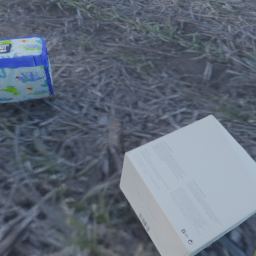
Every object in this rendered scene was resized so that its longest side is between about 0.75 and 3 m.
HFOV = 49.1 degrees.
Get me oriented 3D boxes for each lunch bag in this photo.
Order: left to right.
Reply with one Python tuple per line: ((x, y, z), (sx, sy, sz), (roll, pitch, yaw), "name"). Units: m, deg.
((-3.225, -1.549, 7.578), (2.237, 1.677, 2.631), (-10, 8, -12), "lunch bag")

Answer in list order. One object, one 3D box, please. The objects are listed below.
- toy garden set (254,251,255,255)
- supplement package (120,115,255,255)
((0.774, 3.087, 3.500), (2.825, 2.355, 0.564), (-27, 37, -37), "toy garden set")
((1.253, 1.214, 5.553), (2.085, 1.534, 1.994), (-22, 60, -21), "supplement package")
